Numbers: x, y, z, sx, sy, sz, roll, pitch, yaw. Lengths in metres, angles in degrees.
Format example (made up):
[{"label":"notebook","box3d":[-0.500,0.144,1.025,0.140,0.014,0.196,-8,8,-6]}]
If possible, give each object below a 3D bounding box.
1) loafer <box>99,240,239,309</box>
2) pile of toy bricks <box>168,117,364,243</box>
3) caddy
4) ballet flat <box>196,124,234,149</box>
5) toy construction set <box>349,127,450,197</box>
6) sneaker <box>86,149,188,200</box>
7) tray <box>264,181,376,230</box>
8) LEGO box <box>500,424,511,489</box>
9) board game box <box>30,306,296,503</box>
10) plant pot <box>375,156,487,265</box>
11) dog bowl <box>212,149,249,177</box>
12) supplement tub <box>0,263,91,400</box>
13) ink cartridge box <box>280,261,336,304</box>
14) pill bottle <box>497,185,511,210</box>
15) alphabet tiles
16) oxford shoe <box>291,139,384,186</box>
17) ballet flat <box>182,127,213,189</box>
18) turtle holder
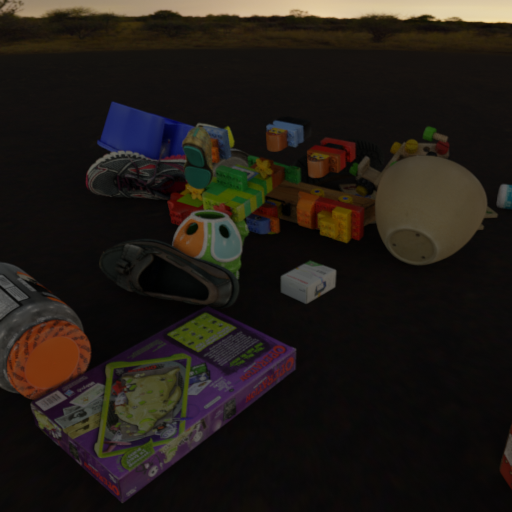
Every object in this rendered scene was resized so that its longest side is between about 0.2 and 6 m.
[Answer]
[{"label":"loafer","box3d":[-1.624,0.284,9.485,2.679,0.962,0.842,12,7,22]},{"label":"pile of toy bricks","box3d":[-0.211,-1.337,11.440,4.518,2.506,2.230,18,41,31]},{"label":"caddy","box3d":[-3.059,-3.135,15.842,2.365,1.756,3.345,8,14,-36]},{"label":"ballet flat","box3d":[-2.067,-3.789,18.055,2.695,0.903,0.900,-4,24,-7]},{"label":"toy construction set","box3d":[3.178,-1.853,12.495,1.795,1.948,2.336,25,10,24]},{"label":"sneaker","box3d":[-2.778,-1.946,14.028,2.947,1.188,1.100,-5,36,-3]},{"label":"tray","box3d":[1.308,-1.202,13.132,2.763,0.512,1.363,19,32,39]},{"label":"LEGO box","box3d":[4.051,2.351,5.459,2.484,0.958,1.850,-4,26,-7]},{"label":"board game box","box3d":[-1.102,1.712,7.420,1.828,0.492,3.046,17,31,39]},{"label":"plant pot","box3d":[3.167,-0.657,10.751,2.105,2.105,1.413,14,51,26]},{"label":"dog bowl","box3d":[-0.642,-2.063,13.980,1.333,1.333,0.391,-7,33,-15]},{"label":"supplement tub","box3d":[-3.299,1.022,7.772,1.329,1.329,2.170,-23,35,-38]},{"label":"ink cartridge box","box3d":[0.929,0.459,10.006,0.615,0.370,0.846,22,32,38]},{"label":"pill bottle","box3d":[6.416,-1.385,13.526,1.049,0.581,0.581,9,27,18]},{"label":"alphabet tiles","box3d":[3.927,-1.400,14.076,3.186,0.121,3.829,-4,27,-5]},{"label":"oxford shoe","box3d":[2.096,-2.480,15.060,2.830,1.028,1.195,-12,-1,-17]},{"label":"ballet flat","box3d":[-1.042,-1.823,10.412,0.607,1.718,0.607,1,71,-2]},{"label":"turtle holder","box3d":[-0.742,-0.199,10.349,1.664,1.182,1.264,-3,20,-25]}]
